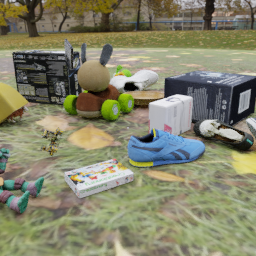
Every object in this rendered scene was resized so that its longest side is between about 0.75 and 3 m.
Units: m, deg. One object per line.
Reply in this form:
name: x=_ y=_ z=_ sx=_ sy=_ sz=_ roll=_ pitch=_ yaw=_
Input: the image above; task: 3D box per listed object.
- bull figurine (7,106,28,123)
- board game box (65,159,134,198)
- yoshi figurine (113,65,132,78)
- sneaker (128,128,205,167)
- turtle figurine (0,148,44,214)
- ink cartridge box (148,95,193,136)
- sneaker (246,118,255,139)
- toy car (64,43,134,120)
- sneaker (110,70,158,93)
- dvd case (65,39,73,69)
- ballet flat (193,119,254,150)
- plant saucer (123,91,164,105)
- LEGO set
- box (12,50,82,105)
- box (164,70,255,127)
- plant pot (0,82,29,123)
bull figurine: x=-4.407 y=-0.543 z=11.147 sx=0.892 sy=0.541 sz=0.290 roll=-17 pitch=27 yaw=-39
board game box: x=-0.702 y=1.190 z=6.822 sx=1.437 sy=0.249 sz=0.907 roll=-13 pitch=24 yaw=-31
yoshi figurine: x=-0.274 y=-3.129 z=17.329 sx=1.382 sy=1.387 sz=2.468 roll=13 pitch=16 yaw=-10
sneaker: x=1.151 y=0.464 z=7.871 sx=2.388 sy=0.936 sz=0.787 roll=-5 pitch=19 yaw=-17
turtle figurine: x=-2.938 y=1.111 z=5.987 sx=1.990 sy=1.002 sz=1.490 roll=19 pitch=39 yaw=3
ink cartridge box: x=1.491 y=-0.381 z=9.694 sx=0.714 sy=1.226 sz=1.694 roll=17 pitch=26 yaw=39
sneaker: x=4.364 y=0.242 z=8.255 sx=0.889 sy=0.878 sz=2.238 roll=-30 pitch=27 yaw=9
toy car: x=-1.255 y=-2.031 z=11.675 sx=2.390 sy=2.910 sz=2.296 roll=10 pitch=23 yaw=27
sneaker: x=0.579 y=-2.415 z=15.749 sx=2.981 sy=1.162 sz=1.481 roll=-19 pitch=33 yaw=-22
dvd case: x=-2.378 y=-2.974 z=11.272 sx=0.118 sy=0.956 sz=0.718 roll=-17 pitch=54 yaw=-25
ballet flat: x=2.943 y=0.081 z=8.981 sx=2.132 sy=0.725 sz=0.729 roll=18 pitch=-6 yaw=41
plant saucer: x=0.783 y=-1.429 z=13.459 sx=2.116 sy=0.375 sz=2.116 roll=1 pitch=16 yaw=0
LEGO set: x=-2.225 y=0.330 z=7.922 sx=0.478 sy=0.826 sz=0.635 roll=24 pitch=-17 yaw=-29
box: x=-3.897 y=-2.513 z=13.760 sx=2.988 sy=2.447 sz=1.287 roll=6 pitch=21 yaw=17
box: x=3.430 y=-1.330 z=11.655 sx=2.881 sy=1.692 sz=2.834 roll=15 pitch=24 yaw=38
plant pot: x=-4.865 y=-1.000 z=10.700 sx=1.217 sy=1.253 sz=1.225 roll=-32 pitch=15 yaw=15
